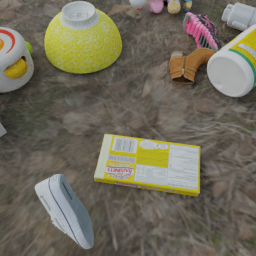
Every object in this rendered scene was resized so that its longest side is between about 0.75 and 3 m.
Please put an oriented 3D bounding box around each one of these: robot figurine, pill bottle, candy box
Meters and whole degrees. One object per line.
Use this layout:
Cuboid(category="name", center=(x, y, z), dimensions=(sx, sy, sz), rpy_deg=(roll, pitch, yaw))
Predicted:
Cuboid(category="robot figurine", center=(4.294, -4.062, 10.360), dimensions=(1.514, 0.855, 1.284), rpy_deg=(25, 62, 15))
Cuboid(category="pill bottle", center=(3.935, -2.299, 8.832), dimensions=(2.734, 1.542, 1.542), rpy_deg=(-38, 65, -21))
Cuboid(category="candy box", center=(0.556, 0.949, 7.461), dimensions=(2.670, 0.353, 1.365), rpy_deg=(8, 59, 5))

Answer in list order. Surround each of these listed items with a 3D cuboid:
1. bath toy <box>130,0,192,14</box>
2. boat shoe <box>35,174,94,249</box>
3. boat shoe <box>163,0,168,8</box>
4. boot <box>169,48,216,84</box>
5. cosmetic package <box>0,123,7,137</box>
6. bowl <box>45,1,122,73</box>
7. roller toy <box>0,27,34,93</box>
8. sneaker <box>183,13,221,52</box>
Cuboid(category="bath toy", center=(1.243, -4.927, 10.937), dimensions=(2.388, 0.883, 1.039), rpy_deg=(-1, 76, 1))
Cuboid(category="boat shoe", center=(-1.362, 1.867, 6.143), dimensions=(0.645, 1.931, 0.710), rpy_deg=(-18, 17, 10))
Cuboid(category="boat shoe", center=(1.540, -5.175, 11.387), dimensions=(0.332, 0.332, 0.919), rpy_deg=(-29, 62, -15))
Cuboid(category="boot", center=(2.159, -2.000, 9.235), dimensions=(1.591, 0.586, 1.231), rpy_deg=(-2, 56, 13))
Cuboid(category="cosmetic package", center=(-4.649, -0.408, 7.997), dimensions=(2.171, 0.921, 1.168), rpy_deg=(41, 68, 21))
Cuboid(category="bowl", center=(-1.569, -3.327, 9.492), dimensions=(2.728, 1.468, 2.728), rpy_deg=(1, 55, -1))
Cuboid(category="roller toy", center=(-4.051, -2.178, 8.829), dimensions=(1.845, 1.414, 2.023), rpy_deg=(-8, 58, -5))
Cuboid(category="sneaker", center=(2.867, -3.406, 10.055), dimensions=(1.039, 0.860, 2.178), rpy_deg=(-10, 59, -20))
